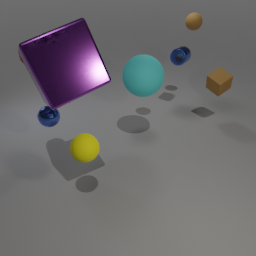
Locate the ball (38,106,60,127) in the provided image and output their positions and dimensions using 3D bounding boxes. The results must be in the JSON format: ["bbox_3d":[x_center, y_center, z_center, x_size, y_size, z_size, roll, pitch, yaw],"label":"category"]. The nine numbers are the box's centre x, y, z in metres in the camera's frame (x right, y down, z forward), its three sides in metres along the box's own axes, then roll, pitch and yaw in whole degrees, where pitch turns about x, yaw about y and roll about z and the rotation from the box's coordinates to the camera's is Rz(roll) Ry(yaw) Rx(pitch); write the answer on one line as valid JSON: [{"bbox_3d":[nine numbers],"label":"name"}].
[{"bbox_3d":[-2.545,-0.373,9.019,0.700,0.700,0.700,0,31,0],"label":"ball"}]

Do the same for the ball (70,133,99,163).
[{"bbox_3d":[-1.039,0.478,6.727,0.700,0.700,0.700,0,31,0],"label":"ball"}]

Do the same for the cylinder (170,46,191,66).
[{"bbox_3d":[2.232,-3.063,11.889,0.700,0.700,0.700,16,30,25],"label":"cylinder"}]

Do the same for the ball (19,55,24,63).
[{"bbox_3d":[-3.361,-2.490,9.563,0.700,0.700,0.700,0,31,0],"label":"ball"}]

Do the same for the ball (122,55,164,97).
[{"bbox_3d":[0.507,-1.743,9.394,1.400,1.400,1.400,0,31,0],"label":"ball"}]

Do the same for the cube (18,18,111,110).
[{"bbox_3d":[-1.432,-1.383,6.192,1.400,1.400,1.400,-29,19,-15],"label":"cube"}]

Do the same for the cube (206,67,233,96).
[{"bbox_3d":[3.587,-1.821,11.034,0.700,0.700,0.700,-34,57,-12],"label":"cube"}]

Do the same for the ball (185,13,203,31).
[{"bbox_3d":[2.745,-4.432,11.667,0.700,0.700,0.700,0,31,0],"label":"ball"}]
